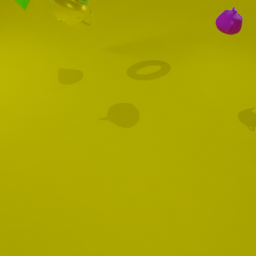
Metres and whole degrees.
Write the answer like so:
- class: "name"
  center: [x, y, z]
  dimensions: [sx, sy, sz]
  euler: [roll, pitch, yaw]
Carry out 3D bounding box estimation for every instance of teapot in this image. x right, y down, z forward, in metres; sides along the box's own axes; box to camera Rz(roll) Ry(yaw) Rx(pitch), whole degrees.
- class: "teapot"
  center: [2.618, -2.759, 7.162]
  dimensions: [0.685, 0.539, 1.101]
  euler: [22, 46, 3]
- class: "teapot"
  center: [-1.578, -3.084, 7.112]
  dimensions: [1.710, 0.838, 1.064]
  euler: [21, 39, -32]

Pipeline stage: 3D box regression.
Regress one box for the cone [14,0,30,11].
- class: "cone"
  center: [-3.345, -4.096, 8.879]
  dimensions: [0.956, 0.960, 0.956]
  euler: [4, 64, -8]
